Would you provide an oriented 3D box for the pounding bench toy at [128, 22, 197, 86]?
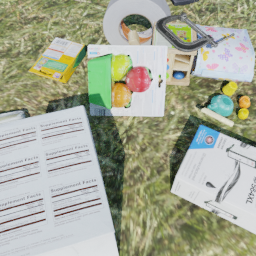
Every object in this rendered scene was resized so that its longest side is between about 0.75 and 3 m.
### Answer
[{"bbox_3d":[1.139,-2.599,10.087,2.318,1.808,1.440,5,56,3],"label":"pounding bench toy"}]

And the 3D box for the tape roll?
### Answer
[{"bbox_3d":[0.349,-3.940,10.575,2.495,2.495,0.824,7,54,5],"label":"tape roll"}]

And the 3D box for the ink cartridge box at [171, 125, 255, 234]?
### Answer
[{"bbox_3d":[2.841,1.389,7.789,2.684,1.131,1.959,23,59,15],"label":"ink cartridge box"}]

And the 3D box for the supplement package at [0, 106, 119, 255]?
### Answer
[{"bbox_3d":[-1.623,1.635,6.585,2.179,2.833,2.963,-13,57,-9],"label":"supplement package"}]

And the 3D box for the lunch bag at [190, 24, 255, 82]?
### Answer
[{"bbox_3d":[3.329,-2.569,10.271,2.046,1.534,2.413,5,46,2],"label":"lunch bag"}]

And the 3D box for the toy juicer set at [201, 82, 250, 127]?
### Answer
[{"bbox_3d":[3.408,-0.630,9.588,1.290,0.552,2.028,45,60,8],"label":"toy juicer set"}]

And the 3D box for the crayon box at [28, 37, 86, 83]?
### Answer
[{"bbox_3d":[-2.677,-2.536,10.811,1.306,0.536,2.078,18,57,12],"label":"crayon box"}]

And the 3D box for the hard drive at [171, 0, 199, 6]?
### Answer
[{"bbox_3d":[2.706,-6.298,13.509,1.373,0.291,0.926,-15,57,-10],"label":"hard drive"}]

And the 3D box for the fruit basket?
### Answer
[{"bbox_3d":[-0.034,-1.559,9.374,2.571,2.382,1.205,-1,20,-3],"label":"fruit basket"}]

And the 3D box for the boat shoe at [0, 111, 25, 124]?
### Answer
[{"bbox_3d":[-4.340,-0.136,9.121,1.946,0.717,0.624,-14,51,-14],"label":"boat shoe"}]

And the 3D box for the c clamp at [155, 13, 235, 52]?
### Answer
[{"bbox_3d":[2.061,-3.200,9.306,1.864,0.296,2.182,-33,62,-17],"label":"c clamp"}]
